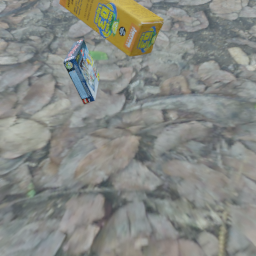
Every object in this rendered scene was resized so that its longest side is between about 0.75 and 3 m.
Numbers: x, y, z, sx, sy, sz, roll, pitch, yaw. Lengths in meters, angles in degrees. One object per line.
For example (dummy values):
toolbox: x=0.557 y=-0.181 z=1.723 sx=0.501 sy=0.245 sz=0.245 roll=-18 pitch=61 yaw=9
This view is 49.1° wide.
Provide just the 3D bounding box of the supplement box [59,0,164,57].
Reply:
supplement box: x=-0.410 y=-2.444 z=5.889 sx=2.320 sy=0.772 sz=0.798 roll=40 pitch=40 yaw=20

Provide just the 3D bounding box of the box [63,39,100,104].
box: x=-0.751 y=-0.987 z=4.758 sx=0.207 sy=0.749 sz=1.097 roll=-18 pitch=30 yaw=10
